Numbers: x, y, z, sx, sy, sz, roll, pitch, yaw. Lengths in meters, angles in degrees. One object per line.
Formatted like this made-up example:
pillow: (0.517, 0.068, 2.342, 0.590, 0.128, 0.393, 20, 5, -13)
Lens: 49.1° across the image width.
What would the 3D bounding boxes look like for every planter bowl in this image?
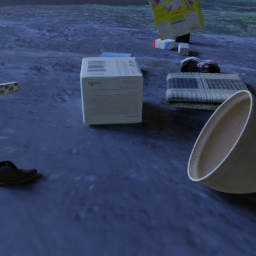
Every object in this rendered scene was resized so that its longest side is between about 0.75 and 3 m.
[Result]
planter bowl: (2.295, 0.466, 5.496, 1.351, 2.007, 2.007, 30, 34, -2)

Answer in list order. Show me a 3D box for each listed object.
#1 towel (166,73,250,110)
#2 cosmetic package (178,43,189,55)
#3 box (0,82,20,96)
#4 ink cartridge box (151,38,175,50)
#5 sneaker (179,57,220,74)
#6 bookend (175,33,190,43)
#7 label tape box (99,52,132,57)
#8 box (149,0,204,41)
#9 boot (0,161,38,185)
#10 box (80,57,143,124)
towel: (2.701, -1.303, 9.655, 2.774, 0.479, 2.671, 2, 29, 7)
cosmetic package: (2.742, -3.894, 13.809, 0.468, 0.395, 0.876, 5, 29, 2)
box: (-2.762, -0.731, 5.596, 1.124, 0.217, 0.233, -19, 19, -39)
ink cartridge box: (1.807, -4.437, 14.677, 1.147, 0.386, 0.666, 23, 38, 34)
sneaker: (2.896, -2.391, 11.103, 1.677, 0.674, 0.724, -5, 33, -6)
bookend: (3.007, -5.105, 15.426, 0.757, 0.753, 0.349, 19, 37, 30)
label tape box: (-0.641, -2.514, 11.364, 1.313, 0.606, 1.832, 7, 34, 12)
box: (0.836, -2.530, 5.303, 0.895, 1.525, 0.369, -7, 36, 26)
boot: (-2.415, 0.909, 5.914, 0.926, 0.449, 0.346, -11, 33, -17)
box: (-0.490, -1.137, 8.260, 1.710, 1.465, 1.701, -1, 31, -6)
